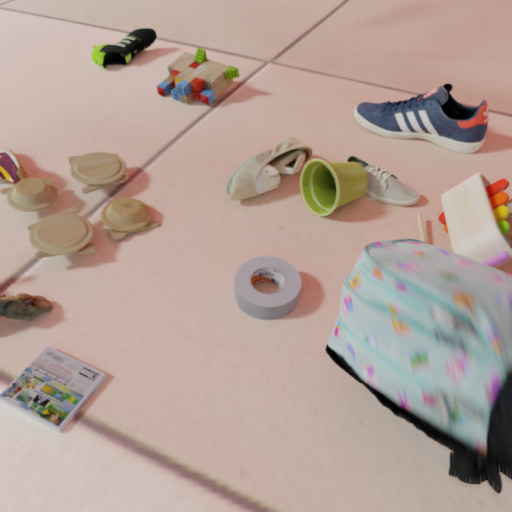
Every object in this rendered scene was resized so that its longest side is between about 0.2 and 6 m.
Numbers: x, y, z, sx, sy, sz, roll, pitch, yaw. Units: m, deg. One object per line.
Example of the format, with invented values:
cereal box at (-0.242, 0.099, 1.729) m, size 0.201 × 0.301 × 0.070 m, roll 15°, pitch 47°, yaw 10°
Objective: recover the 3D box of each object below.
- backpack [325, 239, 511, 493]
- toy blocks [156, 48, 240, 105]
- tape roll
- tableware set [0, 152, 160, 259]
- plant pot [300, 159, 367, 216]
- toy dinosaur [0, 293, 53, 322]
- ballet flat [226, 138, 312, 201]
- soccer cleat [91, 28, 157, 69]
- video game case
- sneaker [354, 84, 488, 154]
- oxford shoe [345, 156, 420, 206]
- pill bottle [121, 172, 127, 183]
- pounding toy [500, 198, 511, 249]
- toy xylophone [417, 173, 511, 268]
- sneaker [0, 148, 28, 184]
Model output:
backpack at (2.500, 1.095, 7.029) m, size 2.680 × 2.033 × 3.211 m, roll 4°, pitch 18°, yaw -43°
toy blocks at (-1.638, -4.500, 14.474) m, size 2.051 × 1.025 × 1.402 m, roll 26°, pitch 60°, yaw 26°
tape roll at (0.187, 0.527, 9.343) m, size 1.114 × 0.368 × 1.114 m, roll 1°, pitch 45°, yaw -2°
tableware set at (-3.398, -1.043, 10.856) m, size 2.458 × 0.341 × 2.943 m, roll -20°, pitch 51°, yaw -27°
plant pot at (1.612, -1.424, 11.083) m, size 1.021 × 1.111 × 1.111 m, roll -15°, pitch 44°, yaw -32°
toy dinosaur at (-5.066, 0.760, 8.911) m, size 3.327 × 0.790 × 1.466 m, roll -15°, pitch 52°, yaw -11°
ballet flat at (0.356, -1.804, 11.564) m, size 0.733 × 0.793 × 2.351 m, roll 26°, pitch 49°, yaw 27°
soccer cleat at (-3.701, -5.921, 16.129) m, size 2.102 × 0.710 × 0.852 m, roll -31°, pitch 61°, yaw -21°
video game case at (-2.929, 1.901, 8.101) m, size 1.137 × 0.125 × 1.036 m, roll 20°, pitch 47°, yaw 19°
sneaker at (3.805, -3.394, 12.904) m, size 3.054 × 1.290 × 1.145 m, roll 15°, pitch 45°, yaw 16°
oxford shoe at (2.507, -1.556, 11.511) m, size 1.820 × 0.526 × 0.684 m, roll 30°, pitch 48°, yaw 25°
pill bottle at (-3.048, -1.766, 11.862) m, size 0.609 × 0.338 × 0.338 m, roll 24°, pitch 48°, yaw 24°
pounding toy at (5.375, -0.202, 9.669) m, size 2.005 × 1.044 × 2.282 m, roll -26°, pitch 48°, yaw -25°
toy xylophone at (3.737, -0.574, 10.068) m, size 0.560 × 1.633 × 2.231 m, roll 39°, pitch 45°, yaw -25°
sneaker at (-5.575, -1.846, 11.737) m, size 2.037 × 0.763 × 0.918 m, roll 30°, pitch 58°, yaw 36°
